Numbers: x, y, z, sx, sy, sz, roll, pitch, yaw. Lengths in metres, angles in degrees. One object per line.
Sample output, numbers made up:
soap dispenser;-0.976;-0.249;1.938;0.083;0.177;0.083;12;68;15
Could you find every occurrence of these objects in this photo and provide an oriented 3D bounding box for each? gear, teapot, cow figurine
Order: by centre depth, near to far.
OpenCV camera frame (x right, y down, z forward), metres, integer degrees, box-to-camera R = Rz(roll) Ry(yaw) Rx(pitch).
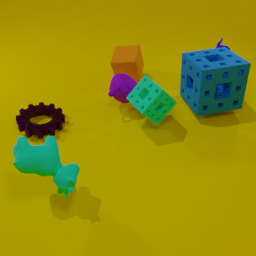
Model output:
cow figurine;-1.624;0.791;5.599;1.275;0.700;1.254;2;57;-37
gear;-2.450;-0.245;7.888;1.296;0.240;1.296;5;41;-4
teapot;-0.128;-1.122;8.261;0.930;0.732;1.495;49;30;10
teapot;3.424;-2.711;10.081;0.664;1.068;0.523;-28;11;-31

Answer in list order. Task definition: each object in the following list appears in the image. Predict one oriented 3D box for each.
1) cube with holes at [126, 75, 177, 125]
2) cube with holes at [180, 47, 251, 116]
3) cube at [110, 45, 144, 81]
cube with holes;0.628;-0.737;7.421;0.794;0.794;0.794;-49;49;9
cube with holes;2.439;-1.383;8.156;1.381;1.381;1.381;-10;35;-8
cube;-0.005;-2.140;9.304;0.847;0.847;0.847;2;54;17
